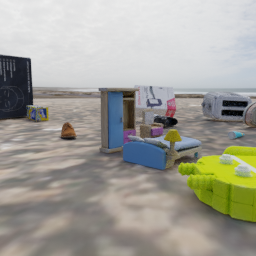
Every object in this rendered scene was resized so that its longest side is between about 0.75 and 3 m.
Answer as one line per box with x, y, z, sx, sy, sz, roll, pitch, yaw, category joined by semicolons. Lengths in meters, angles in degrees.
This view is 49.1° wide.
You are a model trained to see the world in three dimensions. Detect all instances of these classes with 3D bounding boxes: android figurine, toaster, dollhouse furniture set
1.842;0.640;3.493;2.354;0.483;2.143;2;8;1;android figurine
4.464;-0.931;12.385;2.227;1.265;1.438;4;11;0;toaster
0.677;-0.144;5.852;2.005;1.386;2.124;-8;11;-43;dollhouse furniture set

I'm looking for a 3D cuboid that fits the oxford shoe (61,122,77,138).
-1.735;0.060;8.036;0.418;0.417;1.171;-2;9;-22;oxford shoe

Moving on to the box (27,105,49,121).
-4.145;-0.690;12.780;0.568;0.619;1.768;-5;9;-31;box

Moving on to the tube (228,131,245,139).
3.072;0.184;7.988;0.331;0.216;0.856;21;13;32;tube

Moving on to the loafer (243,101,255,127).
5.228;-0.477;10.412;2.621;0.942;0.824;-3;15;-42;loafer

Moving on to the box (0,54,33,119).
-6.145;-1.909;13.093;1.820;2.937;2.887;5;9;31;box

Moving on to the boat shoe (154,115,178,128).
1.285;-0.213;10.032;1.387;0.485;0.460;3;2;-45;boat shoe

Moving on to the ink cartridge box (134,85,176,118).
1.106;-1.140;12.248;1.768;1.280;0.746;2;-33;-6;ink cartridge box
